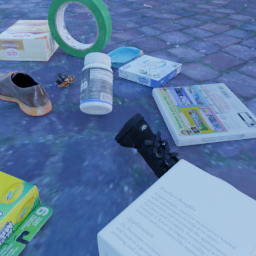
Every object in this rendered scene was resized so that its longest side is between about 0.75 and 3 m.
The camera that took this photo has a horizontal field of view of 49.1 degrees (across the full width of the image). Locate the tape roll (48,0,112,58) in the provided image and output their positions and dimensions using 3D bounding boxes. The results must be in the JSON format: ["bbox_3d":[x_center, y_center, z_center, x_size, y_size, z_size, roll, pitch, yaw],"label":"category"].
[{"bbox_3d":[-1.941,-4.162,11.293,2.578,2.578,0.620,11,37,15],"label":"tape roll"}]

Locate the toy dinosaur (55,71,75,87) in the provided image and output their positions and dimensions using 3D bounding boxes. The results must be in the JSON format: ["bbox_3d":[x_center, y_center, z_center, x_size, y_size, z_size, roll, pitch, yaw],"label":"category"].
[{"bbox_3d":[-2.210,-1.668,9.769,0.595,0.448,0.877,24,18,5],"label":"toy dinosaur"}]

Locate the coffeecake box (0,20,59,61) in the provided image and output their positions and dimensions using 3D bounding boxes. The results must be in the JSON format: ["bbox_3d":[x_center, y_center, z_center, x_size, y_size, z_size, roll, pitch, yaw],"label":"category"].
[{"bbox_3d":[-4.204,-3.902,12.318,2.038,0.970,2.656,2,36,2],"label":"coffeecake box"}]

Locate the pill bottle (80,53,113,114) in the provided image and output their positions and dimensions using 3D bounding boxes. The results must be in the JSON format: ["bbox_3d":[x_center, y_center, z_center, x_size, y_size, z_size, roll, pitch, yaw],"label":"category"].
[{"bbox_3d":[-0.897,-1.276,8.100,0.918,0.918,1.614,0,76,0],"label":"pill bottle"}]

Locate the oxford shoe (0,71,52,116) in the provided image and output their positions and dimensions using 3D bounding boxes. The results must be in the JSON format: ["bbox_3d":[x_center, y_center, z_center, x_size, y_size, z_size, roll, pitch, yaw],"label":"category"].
[{"bbox_3d":[-3.447,-1.386,8.794,2.870,1.046,1.023,25,43,30],"label":"oxford shoe"}]

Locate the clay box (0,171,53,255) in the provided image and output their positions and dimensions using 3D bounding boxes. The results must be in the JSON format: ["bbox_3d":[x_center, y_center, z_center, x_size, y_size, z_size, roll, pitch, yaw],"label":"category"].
[{"bbox_3d":[-2.902,1.459,5.238,2.637,0.628,1.515,14,39,20],"label":"clay box"}]

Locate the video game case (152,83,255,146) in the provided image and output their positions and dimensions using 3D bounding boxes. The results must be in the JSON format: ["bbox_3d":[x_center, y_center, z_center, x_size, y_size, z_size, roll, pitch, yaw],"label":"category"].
[{"bbox_3d":[2.215,-0.513,8.248,2.457,0.298,2.700,-5,37,-8],"label":"video game case"}]

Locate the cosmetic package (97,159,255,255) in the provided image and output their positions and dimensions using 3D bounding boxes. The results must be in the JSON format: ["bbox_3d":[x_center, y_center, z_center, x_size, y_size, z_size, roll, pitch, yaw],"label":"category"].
[{"bbox_3d":[0.786,1.786,3.992,1.554,1.555,1.885,31,46,33],"label":"cosmetic package"}]

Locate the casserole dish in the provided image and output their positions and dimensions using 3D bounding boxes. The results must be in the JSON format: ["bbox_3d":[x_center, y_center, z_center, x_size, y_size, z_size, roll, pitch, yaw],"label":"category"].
[{"bbox_3d":[-0.220,-2.872,11.444,1.088,0.348,1.796,21,42,26],"label":"casserole dish"}]

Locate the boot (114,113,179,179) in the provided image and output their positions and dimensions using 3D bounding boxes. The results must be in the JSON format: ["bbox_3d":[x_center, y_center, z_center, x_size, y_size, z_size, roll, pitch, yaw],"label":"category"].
[{"bbox_3d":[0.398,0.480,6.253,0.622,1.681,1.377,-37,84,-19],"label":"boot"}]

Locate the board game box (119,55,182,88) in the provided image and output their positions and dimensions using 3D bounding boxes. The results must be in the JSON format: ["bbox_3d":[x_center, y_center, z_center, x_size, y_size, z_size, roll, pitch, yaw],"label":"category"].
[{"bbox_3d":[0.838,-2.136,10.399,1.702,0.371,1.710,24,43,29],"label":"board game box"}]
